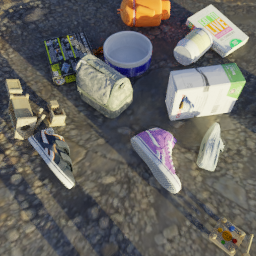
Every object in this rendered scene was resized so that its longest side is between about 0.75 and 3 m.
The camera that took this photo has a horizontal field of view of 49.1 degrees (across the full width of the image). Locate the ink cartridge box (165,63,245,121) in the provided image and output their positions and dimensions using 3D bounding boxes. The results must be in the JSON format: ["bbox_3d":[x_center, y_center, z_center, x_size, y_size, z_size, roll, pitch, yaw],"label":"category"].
[{"bbox_3d":[3.029,-1.452,11.526,2.742,2.003,1.156,-8,57,-6],"label":"ink cartridge box"}]

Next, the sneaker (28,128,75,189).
[{"bbox_3d":[-2.638,0.983,10.501,1.088,1.075,2.741,-38,63,-15],"label":"sneaker"}]

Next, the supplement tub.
[{"bbox_3d":[3.144,-3.948,13.603,1.237,1.237,1.706,36,63,21],"label":"supplement tub"}]

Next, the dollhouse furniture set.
[{"bbox_3d":[-3.979,-0.842,11.921,1.994,1.254,2.255,-6,53,-33],"label":"dollhouse furniture set"}]

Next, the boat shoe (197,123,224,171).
[{"bbox_3d":[3.321,0.752,10.958,0.753,0.738,2.114,29,59,-4],"label":"boat shoe"}]

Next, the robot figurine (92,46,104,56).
[{"bbox_3d":[-1.473,-3.894,14.161,0.751,0.219,0.545,-26,60,-20],"label":"robot figurine"}]

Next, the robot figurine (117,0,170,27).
[{"bbox_3d":[0.802,-6.239,14.874,2.761,1.610,1.986,-3,58,-2],"label":"robot figurine"}]

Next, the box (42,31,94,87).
[{"bbox_3d":[-2.806,-3.434,13.648,2.203,0.609,2.750,-17,59,-10],"label":"box"}]

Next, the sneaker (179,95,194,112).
[{"bbox_3d":[1.805,-0.701,8.561,0.429,0.366,0.972,23,28,4],"label":"sneaker"}]

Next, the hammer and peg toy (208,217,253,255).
[{"bbox_3d":[3.415,3.642,9.157,1.304,0.460,0.959,34,62,20],"label":"hammer and peg toy"}]

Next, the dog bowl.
[{"bbox_3d":[-0.013,-3.585,13.561,2.316,0.912,2.316,0,57,0],"label":"dog bowl"}]

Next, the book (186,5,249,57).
[{"bbox_3d":[4.577,-5.007,14.531,1.834,0.660,2.745,-34,72,-22],"label":"book"}]

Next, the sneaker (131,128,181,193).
[{"bbox_3d":[1.454,1.031,10.559,1.554,0.988,2.726,-25,60,-19],"label":"sneaker"}]

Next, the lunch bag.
[{"bbox_3d":[-1.042,-1.847,11.798,2.349,1.970,1.637,36,64,21],"label":"lunch bag"}]
